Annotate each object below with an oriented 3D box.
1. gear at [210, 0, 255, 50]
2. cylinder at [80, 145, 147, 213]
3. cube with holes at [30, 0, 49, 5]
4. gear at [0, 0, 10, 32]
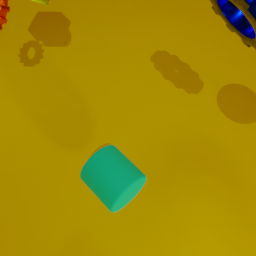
[{"bbox_3d":[2.033,-2.074,4.930,0.359,1.944,1.944,-42,64,15],"label":"gear"},{"bbox_3d":[-0.288,0.986,5.532,0.955,0.955,0.955,-39,67,-20],"label":"cylinder"},{"bbox_3d":[-2.613,-3.923,7.218,1.047,1.047,1.047,3,26,-35],"label":"cube with holes"},{"bbox_3d":[-3.037,-2.736,6.354,0.202,1.092,1.092,-2,49,-49],"label":"gear"}]
